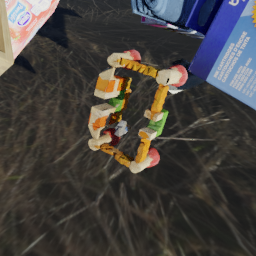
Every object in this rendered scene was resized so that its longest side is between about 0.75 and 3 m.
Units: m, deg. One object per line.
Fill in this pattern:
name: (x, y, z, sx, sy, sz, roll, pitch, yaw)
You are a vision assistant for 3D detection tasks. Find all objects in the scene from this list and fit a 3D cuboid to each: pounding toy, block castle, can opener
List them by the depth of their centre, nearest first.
pounding toy: (-2.261, -1.285, 3.516, 1.082, 1.401, 1.522, -30, 63, 24)
block castle: (0.134, -0.299, 4.799, 1.242, 1.859, 0.872, 25, 24, 23)
can opener: (2.249, -1.541, 6.756, 2.960, 0.779, 0.984, -23, 39, 5)

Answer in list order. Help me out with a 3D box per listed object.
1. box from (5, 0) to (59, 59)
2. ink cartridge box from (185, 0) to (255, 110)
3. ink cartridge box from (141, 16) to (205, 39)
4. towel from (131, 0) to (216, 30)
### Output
box: (-2.746, -2.766, 6.978, 2.095, 1.075, 0.992, -61, 19, -19)
ink cartridge box: (2.414, -1.363, 4.524, 2.961, 2.020, 1.130, 37, 33, 22)
ink cartridge box: (1.792, -3.291, 9.049, 2.446, 0.513, 1.460, 6, 19, -20)
towel: (1.045, -2.780, 5.402, 0.669, 1.538, 2.755, 22, 21, 32)
